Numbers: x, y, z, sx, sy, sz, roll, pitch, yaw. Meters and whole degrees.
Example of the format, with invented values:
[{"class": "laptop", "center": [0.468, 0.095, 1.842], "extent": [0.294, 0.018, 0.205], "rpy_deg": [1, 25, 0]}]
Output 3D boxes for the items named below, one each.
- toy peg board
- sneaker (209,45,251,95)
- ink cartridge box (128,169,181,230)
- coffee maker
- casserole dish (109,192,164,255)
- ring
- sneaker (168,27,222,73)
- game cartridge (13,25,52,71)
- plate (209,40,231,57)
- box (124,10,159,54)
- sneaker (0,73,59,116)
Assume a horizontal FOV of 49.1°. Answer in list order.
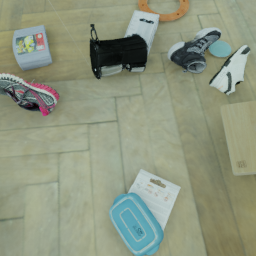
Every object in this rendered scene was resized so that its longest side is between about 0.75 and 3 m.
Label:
[{"class": "toy peg board", "center": [5.148, 0.481, 10.501], "extent": [2.816, 1.383, 2.828], "rpy_deg": [-8, 59, 13]}, {"class": "sneaker", "center": [4.659, -2.515, 12.273], "extent": [1.101, 1.015, 2.753], "rpy_deg": [39, 71, 3]}, {"class": "ink cartridge box", "center": [0.707, 2.623, 9.640], "extent": [1.593, 0.496, 1.979], "rpy_deg": [23, 61, 12]}, {"class": "coffee maker", "center": [-0.357, -3.178, 11.664], "extent": [2.242, 2.154, 1.510], "rpy_deg": [-15, 62, -18]}, {"class": "casserole dish", "center": [0.202, 3.120, 9.104], "extent": [1.303, 0.417, 2.151], "rpy_deg": [-39, 70, 5]}, {"class": "ring", "center": [1.863, -6.504, 14.740], "extent": [2.680, 0.257, 2.680], "rpy_deg": [0, 61, -1]}, {"class": "sneaker", "center": [3.288, -3.390, 12.620], "extent": [2.751, 1.038, 1.565], "rpy_deg": [-27, 65, -8]}, {"class": "game cartridge", "center": [-4.546, -3.807, 13.160], "extent": [1.604, 0.492, 2.409], "rpy_deg": [-17, 62, -4]}, {"class": "plate", "center": [4.346, -3.724, 13.276], "extent": [1.072, 0.137, 1.072], "rpy_deg": [0, 61, 1]}, {"class": "box", "center": [0.639, -4.570, 13.432], "extent": [1.290, 0.665, 2.212], "rpy_deg": [13, 63, 7]}, {"class": "sneaker", "center": [-4.362, -1.379, 11.405], "extent": [2.934, 1.183, 1.095], "rpy_deg": [15, 64, 7]}]
